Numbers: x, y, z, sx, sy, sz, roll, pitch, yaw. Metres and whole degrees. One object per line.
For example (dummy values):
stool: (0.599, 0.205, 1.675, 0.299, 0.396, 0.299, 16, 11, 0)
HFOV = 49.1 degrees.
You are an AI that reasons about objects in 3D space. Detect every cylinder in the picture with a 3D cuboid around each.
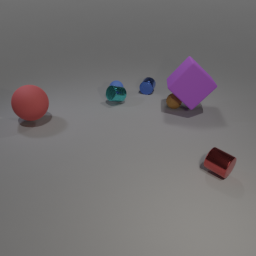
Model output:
cylinder: (-0.544, -1.572, 12.874, 0.700, 0.700, 0.700, 0, 21, -45)
cylinder: (0.997, -2.133, 14.174, 0.700, 0.700, 0.700, 8, 30, 14)
cylinder: (2.753, 1.029, 8.382, 0.700, 0.700, 0.700, 30, 41, 34)

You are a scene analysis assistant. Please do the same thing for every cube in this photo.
cube: (2.590, -1.881, 11.604, 1.400, 1.400, 1.400, 40, 22, -12)

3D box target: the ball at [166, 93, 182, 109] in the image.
ball: (2.061, -1.210, 12.540, 0.700, 0.700, 0.700, 0, 29, 0)

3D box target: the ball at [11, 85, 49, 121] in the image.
ball: (-3.824, -0.985, 10.973, 1.400, 1.400, 1.400, 0, 29, 0)

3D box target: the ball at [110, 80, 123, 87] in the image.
ball: (-0.569, -1.972, 13.710, 0.700, 0.700, 0.700, 0, 29, 0)
